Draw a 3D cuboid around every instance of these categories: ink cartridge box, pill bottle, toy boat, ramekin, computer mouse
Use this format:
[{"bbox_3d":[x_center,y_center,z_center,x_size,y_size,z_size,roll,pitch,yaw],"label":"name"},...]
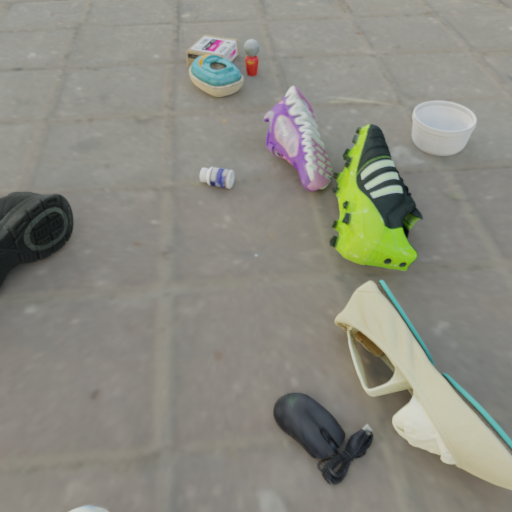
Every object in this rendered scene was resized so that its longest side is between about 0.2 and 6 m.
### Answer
[{"bbox_3d":[-0.999,-4.720,13.032,0.894,0.407,1.085,13,44,15],"label":"ink cartridge box"},{"bbox_3d":[-0.670,-1.344,9.556,0.538,0.322,0.322,12,45,14],"label":"pill bottle"},{"bbox_3d":[-0.630,-4.123,12.138,1.674,0.778,1.407,-28,50,-26],"label":"toy boat"},{"bbox_3d":[3.444,-2.350,10.420,1.129,0.593,1.129,0,44,0],"label":"ramekin"},{"bbox_3d":[0.674,1.876,6.213,1.131,0.298,0.783,33,54,30],"label":"computer mouse"}]

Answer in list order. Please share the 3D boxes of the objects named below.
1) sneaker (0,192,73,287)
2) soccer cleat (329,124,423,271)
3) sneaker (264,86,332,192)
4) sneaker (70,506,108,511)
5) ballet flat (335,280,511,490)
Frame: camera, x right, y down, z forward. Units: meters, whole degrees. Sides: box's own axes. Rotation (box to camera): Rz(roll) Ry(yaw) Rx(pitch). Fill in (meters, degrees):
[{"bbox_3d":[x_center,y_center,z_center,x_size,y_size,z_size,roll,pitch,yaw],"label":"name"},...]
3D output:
[{"bbox_3d":[-3.990,-0.054,7.871,1.289,1.079,2.840,18,39,31],"label":"sneaker"},{"bbox_3d":[1.901,-0.948,8.797,1.275,1.062,3.145,20,44,-6],"label":"soccer cleat"},{"bbox_3d":[0.661,-1.942,9.892,0.939,0.854,2.124,-25,58,22],"label":"sneaker"},{"bbox_3d":[-0.937,2.993,4.638,2.151,0.869,0.823,30,50,25],"label":"sneaker"},{"bbox_3d":[1.772,1.502,6.297,1.008,1.008,2.902,-15,44,-15],"label":"ballet flat"}]
